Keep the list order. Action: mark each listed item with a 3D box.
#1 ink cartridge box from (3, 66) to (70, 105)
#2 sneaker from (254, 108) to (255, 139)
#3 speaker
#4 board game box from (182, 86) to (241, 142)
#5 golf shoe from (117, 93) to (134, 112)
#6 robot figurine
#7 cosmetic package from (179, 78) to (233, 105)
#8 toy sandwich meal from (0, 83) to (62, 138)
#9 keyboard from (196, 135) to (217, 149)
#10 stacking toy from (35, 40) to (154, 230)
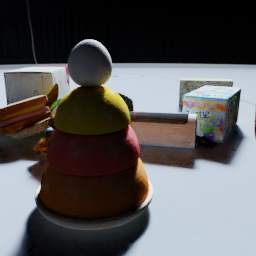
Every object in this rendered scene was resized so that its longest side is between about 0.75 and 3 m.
[{"bbox_3d":[-3.207,-1.344,10.314,1.680,1.687,2.322,0,16,2],"label":"ink cartridge box"},{"bbox_3d":[3.003,-0.106,5.926,0.589,1.232,0.489,2,46,23],"label":"sneaker"},{"bbox_3d":[0.637,0.029,7.038,2.122,0.862,0.862,4,16,15],"label":"speaker"},{"bbox_3d":[2.532,-0.520,8.354,1.201,1.180,2.290,9,18,28],"label":"board game box"},{"bbox_3d":[-1.055,-0.779,9.817,2.505,0.967,1.103,-3,9,-13],"label":"golf shoe"},{"bbox_3d":[-1.025,0.073,5.911,1.994,0.581,1.446,-6,52,32],"label":"robot figurine"},{"bbox_3d":[3.328,-1.563,12.167,2.187,1.132,0.799,2,16,11],"label":"cosmetic package"},{"bbox_3d":[-2.493,-0.598,7.862,2.746,0.940,2.746,-21,18,7],"label":"toy sandwich meal"},{"bbox_3d":[1.977,0.382,7.232,0.397,0.151,0.764,-32,28,-19],"label":"keyboard"},{"bbox_3d":[-0.509,0.001,4.138,1.819,2.489,1.819,0,15,0],"label":"stacking toy"}]
